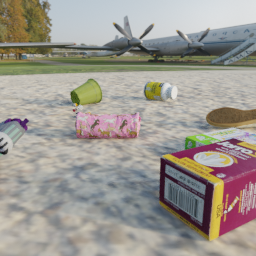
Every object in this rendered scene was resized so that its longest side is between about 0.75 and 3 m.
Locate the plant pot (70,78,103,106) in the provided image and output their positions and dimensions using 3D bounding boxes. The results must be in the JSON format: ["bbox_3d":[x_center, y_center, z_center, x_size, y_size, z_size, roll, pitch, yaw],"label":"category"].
[{"bbox_3d":[-2.100,-1.617,13.524,1.208,1.272,1.272,-28,29,-36],"label":"plant pot"}]

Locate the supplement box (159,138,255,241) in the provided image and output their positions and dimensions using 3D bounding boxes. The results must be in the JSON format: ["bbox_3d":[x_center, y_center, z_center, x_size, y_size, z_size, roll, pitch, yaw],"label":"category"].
[{"bbox_3d":[1.599,0.893,4.694,1.840,0.949,1.204,-10,18,-31],"label":"supplement box"}]

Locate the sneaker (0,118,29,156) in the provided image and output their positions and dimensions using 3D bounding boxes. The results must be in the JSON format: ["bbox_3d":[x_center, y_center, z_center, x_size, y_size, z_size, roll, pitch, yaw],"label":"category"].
[{"bbox_3d":[-2.848,0.170,6.443,1.940,0.722,0.849,-1,39,49],"label":"sneaker"}]

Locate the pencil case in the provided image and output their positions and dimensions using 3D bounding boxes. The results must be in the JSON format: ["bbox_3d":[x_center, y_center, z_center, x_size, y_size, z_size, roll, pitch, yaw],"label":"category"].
[{"bbox_3d":[-0.593,-0.093,8.510,1.982,0.858,0.821,1,-22,2],"label":"pencil case"}]

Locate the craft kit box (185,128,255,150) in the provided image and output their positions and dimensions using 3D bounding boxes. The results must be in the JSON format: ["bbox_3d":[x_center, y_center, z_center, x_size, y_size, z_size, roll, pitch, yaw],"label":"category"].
[{"bbox_3d":[2.769,0.504,7.114,1.880,0.456,1.857,-9,15,-29],"label":"craft kit box"}]

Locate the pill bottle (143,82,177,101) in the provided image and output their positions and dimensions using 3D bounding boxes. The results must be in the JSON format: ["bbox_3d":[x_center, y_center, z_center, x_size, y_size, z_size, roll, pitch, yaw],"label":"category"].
[{"bbox_3d":[1.725,-1.951,14.854,1.665,0.933,0.933,11,19,35],"label":"pill bottle"}]

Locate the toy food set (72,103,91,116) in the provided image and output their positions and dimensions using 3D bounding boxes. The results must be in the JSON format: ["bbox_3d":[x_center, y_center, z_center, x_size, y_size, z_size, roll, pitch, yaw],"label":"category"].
[{"bbox_3d":[-1.928,-0.637,11.070,0.827,0.395,0.372,36,25,10],"label":"toy food set"}]

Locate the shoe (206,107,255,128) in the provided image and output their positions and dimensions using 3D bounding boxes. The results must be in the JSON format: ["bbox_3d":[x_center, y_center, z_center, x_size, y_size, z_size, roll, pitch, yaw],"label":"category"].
[{"bbox_3d":[3.872,-0.258,9.625,2.398,0.640,0.838,-3,50,2],"label":"shoe"}]
